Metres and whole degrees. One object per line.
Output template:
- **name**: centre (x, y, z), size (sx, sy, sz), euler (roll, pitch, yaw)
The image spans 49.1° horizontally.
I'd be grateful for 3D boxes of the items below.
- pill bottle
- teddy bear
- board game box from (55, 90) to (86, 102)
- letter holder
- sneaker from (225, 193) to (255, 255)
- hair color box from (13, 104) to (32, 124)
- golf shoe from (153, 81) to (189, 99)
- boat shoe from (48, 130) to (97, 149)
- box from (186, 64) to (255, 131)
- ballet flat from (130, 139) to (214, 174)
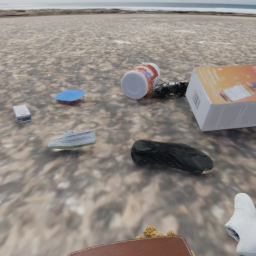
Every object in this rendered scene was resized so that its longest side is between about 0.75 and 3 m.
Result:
- **pill bottle**: centre (0.744, -2.471, 14.041), size (1.370, 1.370, 2.443), euler (12, 30, 21)
- **teddy bear**: centre (0.728, 2.502, 5.776), size (0.952, 0.438, 1.313), euler (-17, 32, -25)
- **board game box**: centre (-2.725, -1.436, 13.310), size (1.482, 0.289, 1.171), euler (8, 33, 25)
- **letter holder**: centre (0.086, 2.780, 4.592), size (2.164, 1.088, 1.538), euler (-5, 27, -10)
- **sneaker**: centre (2.552, 2.128, 6.378), size (0.732, 0.622, 1.654), euler (-8, 28, 10)
- **hair color box**: centre (-4.406, -0.597, 11.649), size (0.556, 0.341, 1.124), euler (-14, 30, -24)
- **golf shoe**: centre (2.245, -1.998, 13.798), size (2.061, 0.801, 0.974), euler (-3, 28, -9)
- **boat shoe**: centre (-1.869, 0.361, 9.360), size (1.603, 0.571, 0.559), euler (-8, -16, -4)
- **box**: centre (3.996, -1.229, 10.947), size (2.772, 1.474, 2.110), euler (-6, 50, -9)
- **ballet flat**: centre (1.336, 0.903, 8.631), size (2.560, 0.727, 0.851), euler (12, 49, 10)
